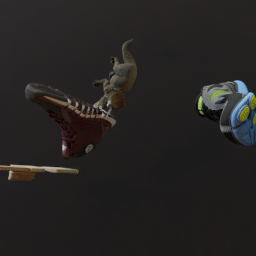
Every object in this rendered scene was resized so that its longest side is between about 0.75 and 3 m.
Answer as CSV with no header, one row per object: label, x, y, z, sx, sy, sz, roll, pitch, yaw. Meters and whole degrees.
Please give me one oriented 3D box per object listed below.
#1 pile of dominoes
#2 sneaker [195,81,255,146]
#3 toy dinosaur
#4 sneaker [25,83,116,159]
pile of dominoes,-2.185,1.031,6.155,1.863,2.389,0.380,7,81,-23
sneaker,1.956,-0.348,5.730,1.142,2.755,0.977,-4,108,15
toy dinosaur,-0.172,-1.114,6.479,0.970,0.730,1.896,27,79,36
sneaker,-1.333,0.024,6.135,0.905,2.393,1.382,32,97,42
